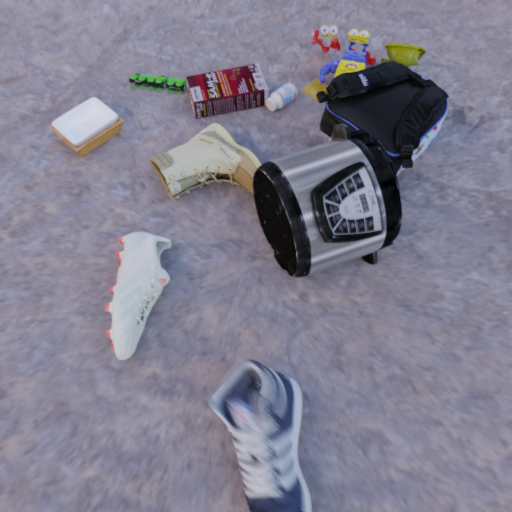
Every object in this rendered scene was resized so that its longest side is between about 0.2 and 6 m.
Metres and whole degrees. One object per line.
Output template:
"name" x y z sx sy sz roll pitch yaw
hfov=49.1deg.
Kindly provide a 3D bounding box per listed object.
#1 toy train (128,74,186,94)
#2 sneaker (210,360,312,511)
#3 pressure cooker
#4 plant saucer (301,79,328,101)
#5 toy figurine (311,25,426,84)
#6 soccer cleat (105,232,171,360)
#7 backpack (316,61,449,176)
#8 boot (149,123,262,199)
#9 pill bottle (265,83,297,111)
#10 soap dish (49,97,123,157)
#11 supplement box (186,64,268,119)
"toy train" -2.348 -4.165 13.421 1.411 0.294 0.398 11 48 7
"sneaker" 0.044 2.862 8.079 0.973 1.506 2.776 -17 52 24
"pressure cooker" 1.435 -1.004 10.247 2.563 2.254 2.289 -19 59 -12
"plant saucer" 1.463 -4.006 13.397 0.557 0.135 0.557 39 65 22
"toy figurine" 2.475 -4.246 13.258 2.658 1.402 1.592 15 87 12
"soccer cleat" -2.077 0.624 10.065 1.000 0.894 2.579 1 55 -2
"backpack" 2.735 -2.794 11.637 2.294 1.856 2.409 -40 75 -18
"boot" -0.948 -1.655 11.494 1.816 0.846 2.349 -31 57 -19
"pill bottle" 0.583 -3.680 13.031 0.735 0.400 0.400 -39 66 -21
"soap dish" -3.737 -2.852 12.434 1.020 0.527 1.297 40 65 22
"supplement box" -0.674 -3.848 13.059 1.754 0.534 0.954 -13 59 -7
